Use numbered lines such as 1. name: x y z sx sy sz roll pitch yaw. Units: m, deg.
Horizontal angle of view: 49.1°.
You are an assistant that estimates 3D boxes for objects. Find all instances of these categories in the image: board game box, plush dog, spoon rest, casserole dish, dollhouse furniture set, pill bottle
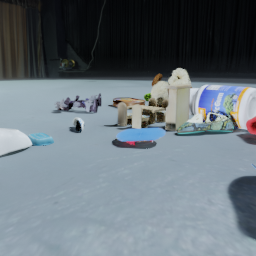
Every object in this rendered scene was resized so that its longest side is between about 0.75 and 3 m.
1. board game box: 0.413 0.330 8.800 1.554 0.303 1.228 -3 17 11
2. plush dog: 2.058 -1.668 13.349 1.915 2.230 1.789 -9 8 7
3. spoon rest: -3.826 0.462 7.457 1.467 0.895 2.952 6 1 19
4. casserole dish: -2.794 0.337 8.908 0.663 0.212 1.095 -10 15 -37
5. dollhouse furniture set: 1.122 -0.945 11.217 2.478 1.646 2.172 11 17 39
6. pill bottle: 3.637 -0.923 11.311 1.583 1.583 2.824 -12 18 -43

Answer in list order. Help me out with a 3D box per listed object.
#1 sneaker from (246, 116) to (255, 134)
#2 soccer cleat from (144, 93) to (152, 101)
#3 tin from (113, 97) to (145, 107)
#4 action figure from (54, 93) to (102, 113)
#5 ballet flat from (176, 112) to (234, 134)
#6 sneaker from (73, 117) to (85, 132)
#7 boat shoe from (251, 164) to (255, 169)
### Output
1. sneaker: 4.684 0.158 8.563 1.205 1.093 2.838 -20 12 -6
2. soccer cleat: 1.960 -2.102 18.651 1.843 0.622 0.747 -1 3 -2
3. tin: 0.048 -1.435 16.066 1.306 0.488 2.332 -13 18 -30
4. action figure: -2.681 -1.283 14.538 2.531 0.878 1.647 0 18 15
5. ballet flat: 2.740 -0.190 10.001 2.145 0.796 0.796 -3 13 -13
6. sneaker: -1.787 -0.122 10.505 0.419 0.416 1.157 13 13 -22
7. boat shoe: 2.792 0.935 5.031 1.052 0.858 2.500 -3 10 25
